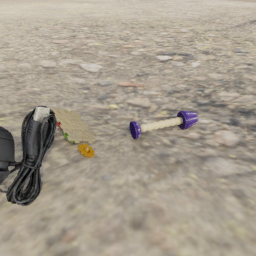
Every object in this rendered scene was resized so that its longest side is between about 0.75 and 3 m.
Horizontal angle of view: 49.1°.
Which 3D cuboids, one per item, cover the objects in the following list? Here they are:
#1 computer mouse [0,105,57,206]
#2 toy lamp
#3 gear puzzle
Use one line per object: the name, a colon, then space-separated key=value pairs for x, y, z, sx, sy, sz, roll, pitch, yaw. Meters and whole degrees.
computer mouse: x=-2.649 y=0.324 z=4.354 sx=2.810 sy=1.946 sz=0.741 roll=14 pitch=14 yaw=-18
toy lamp: x=0.980 y=-0.101 z=7.351 sx=1.838 sy=0.535 sz=0.535 roll=-13 pitch=33 yaw=-16
gear puzzle: x=-1.277 y=0.133 z=6.874 sx=0.883 sy=0.223 sz=1.705 roll=5 pitch=38 yaw=-48
